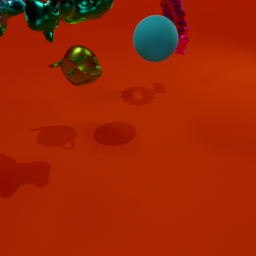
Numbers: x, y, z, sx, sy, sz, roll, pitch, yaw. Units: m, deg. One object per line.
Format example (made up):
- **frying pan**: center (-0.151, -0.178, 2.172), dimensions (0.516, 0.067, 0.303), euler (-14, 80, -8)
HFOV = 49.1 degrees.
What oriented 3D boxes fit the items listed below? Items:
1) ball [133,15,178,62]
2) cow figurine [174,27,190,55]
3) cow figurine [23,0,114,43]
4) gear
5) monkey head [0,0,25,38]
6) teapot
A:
- **ball**: center (0.737, -2.377, 7.513), dimensions (1.202, 1.202, 1.202), euler (0, 35, 0)
- **cow figurine**: center (1.965, -3.243, 10.390), dimensions (0.552, 1.006, 0.990), euler (13, 26, -6)
- **cow figurine**: center (-1.244, -2.489, 5.821), dimensions (1.748, 0.960, 1.720), euler (-13, 2, -18)
- **gear**: center (1.517, -3.844, 9.476), dimensions (0.272, 1.469, 1.469), euler (-24, 38, -3)
- **monkey head**: center (-2.953, -2.682, 6.066), dimensions (1.313, 1.100, 1.825), euler (-30, 77, -5)
- **teapot**: center (-1.399, -1.644, 7.635), dimensions (1.829, 1.137, 0.895), euler (21, 50, 32)
